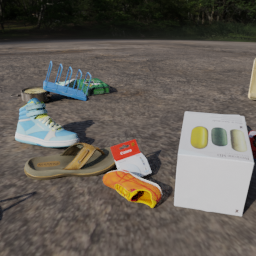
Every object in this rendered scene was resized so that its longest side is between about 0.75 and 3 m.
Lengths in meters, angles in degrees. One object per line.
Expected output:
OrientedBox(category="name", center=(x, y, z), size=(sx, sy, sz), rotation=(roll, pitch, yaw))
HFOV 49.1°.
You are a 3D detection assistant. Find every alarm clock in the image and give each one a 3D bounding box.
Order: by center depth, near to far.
OrientedBox(category="alarm clock", center=(-4.961, -1.671, 14.432), size=(2.081, 0.693, 1.404), rotation=(-2, 23, -12))

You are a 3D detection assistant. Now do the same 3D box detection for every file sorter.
OrientedBox(category="file sorter", center=(-3.180, -2.513, 14.783), size=(2.208, 1.355, 1.532), rotation=(14, 17, -22))

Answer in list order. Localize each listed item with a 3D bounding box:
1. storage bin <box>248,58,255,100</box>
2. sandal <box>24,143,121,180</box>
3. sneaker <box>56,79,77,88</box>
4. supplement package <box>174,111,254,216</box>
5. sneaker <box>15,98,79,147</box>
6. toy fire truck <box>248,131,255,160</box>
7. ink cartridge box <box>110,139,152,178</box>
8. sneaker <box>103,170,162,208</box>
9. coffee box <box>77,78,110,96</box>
OrientedBox(category="storage bin", center=(7.585, -2.463, 14.550), size=(2.195, 2.179, 1.028), rotation=(10, 7, 21))
OrientedBox(category="sandal", center=(-1.536, 0.851, 8.203), size=(2.890, 0.781, 1.161), rotation=(-5, 25, -15))
OrientedBox(category="sneaker", center=(-3.790, -2.727, 17.098), size=(0.886, 0.553, 1.503), rotation=(20, 31, 26))
OrientedBox(category="supplement package", center=(2.087, 0.784, 7.041), size=(1.590, 1.578, 2.095), rotation=(6, 31, 13))
OrientedBox(category="sneaker", center=(-2.794, -0.210, 9.624), size=(2.423, 1.582, 0.963), rotation=(6, 8, 14))
OrientedBox(category="toy fire truck", center=(4.594, 0.587, 8.921), size=(1.636, 0.917, 1.373), rotation=(14, 45, 33))
OrientedBox(category="ink cartridge box", center=(0.086, 0.899, 7.825), size=(0.868, 1.084, 0.256), rotation=(-16, -8, -28))
OrientedBox(category="sneaker", center=(0.027, 1.482, 6.991), size=(1.641, 0.599, 0.633), rotation=(11, 27, 28))
OrientedBox(category="coffee box", center=(-2.087, -2.469, 16.610), size=(1.384, 0.495, 2.250), rotation=(-10, 25, -24))
